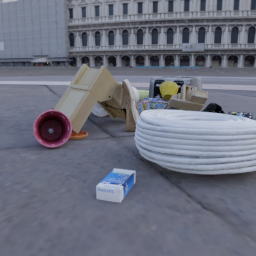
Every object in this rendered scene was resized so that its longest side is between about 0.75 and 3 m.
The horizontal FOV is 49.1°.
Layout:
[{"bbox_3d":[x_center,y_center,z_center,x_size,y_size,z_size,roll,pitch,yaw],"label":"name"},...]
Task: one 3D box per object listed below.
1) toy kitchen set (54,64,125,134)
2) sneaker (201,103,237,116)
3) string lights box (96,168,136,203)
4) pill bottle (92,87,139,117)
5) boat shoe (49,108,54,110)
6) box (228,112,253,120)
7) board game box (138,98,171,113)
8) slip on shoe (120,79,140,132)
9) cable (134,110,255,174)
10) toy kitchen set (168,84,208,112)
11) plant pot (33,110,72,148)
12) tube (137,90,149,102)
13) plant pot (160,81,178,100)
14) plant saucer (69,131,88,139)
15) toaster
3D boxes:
[{"bbox_3d":[-1.498,-0.613,10.305,2.185,2.416,2.678,14,-23,37],"label":"toy kitchen set"},{"bbox_3d":[2.509,-0.305,8.880,2.134,1.061,0.742,14,21,40],"label":"sneaker"},{"bbox_3d":[-0.198,1.015,5.081,0.448,0.257,0.873,4,14,18],"label":"string lights box"},{"bbox_3d":[-0.549,-1.321,12.665,1.323,1.323,2.383,9,16,35],"label":"pill bottle"},{"bbox_3d":[-2.469,-1.017,12.339,1.037,0.912,2.914,8,17,25],"label":"boat shoe"},{"bbox_3d":[4.433,-0.405,11.099,0.927,0.268,1.166,6,14,23],"label":"box"},{"bbox_3d":[1.243,-1.055,13.319,1.697,0.523,1.696,8,16,28],"label":"board game box"},{"bbox_3d":[-0.010,-0.758,9.527,0.546,1.802,0.685,-14,-2,-8],"label":"slip on shoe"},{"bbox_3d":[1.646,0.196,6.490,2.988,1.034,2.987,2,9,2],"label":"cable"},{"bbox_3d":[2.315,-1.436,11.286,1.287,1.424,1.578,10,-27,-4],"label":"toy kitchen set"},{"bbox_3d":[-2.142,0.035,7.901,1.021,1.021,0.914,-4,-1,-18],"label":"plant pot"},{"bbox_3d":[1.048,-1.917,16.802,2.943,0.854,0.764,-4,-29,-25],"label":"tube"},{"bbox_3d":[1.909,-1.667,13.152,0.879,0.879,0.624,2,56,10],"label":"plant pot"},{"bbox_3d":[-1.635,0.225,8.759,0.767,0.124,0.767,-1,14,0],"label":"plant saucer"},{"bbox_3d":[2.673,-1.974,15.052,2.321,1.523,2.567,10,16,33],"label":"toaster"}]
